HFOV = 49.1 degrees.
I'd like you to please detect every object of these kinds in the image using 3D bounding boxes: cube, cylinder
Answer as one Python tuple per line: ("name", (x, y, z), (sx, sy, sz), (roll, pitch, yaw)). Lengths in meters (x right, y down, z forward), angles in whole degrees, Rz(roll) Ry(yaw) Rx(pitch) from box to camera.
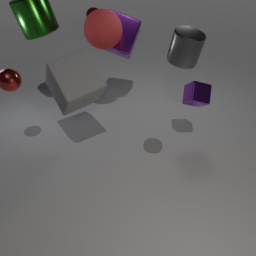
("cube", (-1.732, -1.466, 9.135), (1.400, 1.400, 1.400), (-27, 85, -22))
("cube", (2.388, -1.162, 9.725), (0.700, 0.700, 0.700), (10, -8, -16))
("cylinder", (1.279, -1.780, 6.193), (0.700, 0.700, 0.700), (7, 42, -6))
("cube", (-0.352, -3.870, 11.735), (1.400, 1.400, 1.400), (20, 5, -2))
("cylinder", (-3.540, -4.292, 10.651), (1.400, 1.400, 1.400), (-13, 34, 9))

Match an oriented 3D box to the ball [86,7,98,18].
("ball", (-1.527, -5.020, 12.518), (0.700, 0.700, 0.700), (0, 33, 0))

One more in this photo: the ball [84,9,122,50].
("ball", (-0.905, -3.577, 10.173), (1.400, 1.400, 1.400), (0, 33, 0))

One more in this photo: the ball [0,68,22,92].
("ball", (-3.595, -1.451, 8.496), (0.700, 0.700, 0.700), (0, 33, 0))
